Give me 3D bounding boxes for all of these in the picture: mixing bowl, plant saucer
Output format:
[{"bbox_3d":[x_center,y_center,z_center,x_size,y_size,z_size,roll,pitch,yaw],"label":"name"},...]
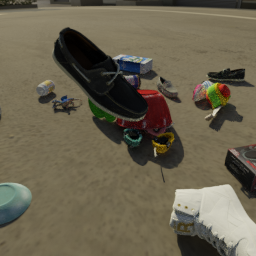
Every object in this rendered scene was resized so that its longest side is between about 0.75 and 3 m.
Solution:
[{"bbox_3d":[0.617,-0.802,10.600,2.174,1.177,2.174,0,17,0],"label":"mixing bowl"},{"bbox_3d":[-3.330,1.858,7.305,1.529,0.294,1.529,-1,30,0],"label":"plant saucer"}]

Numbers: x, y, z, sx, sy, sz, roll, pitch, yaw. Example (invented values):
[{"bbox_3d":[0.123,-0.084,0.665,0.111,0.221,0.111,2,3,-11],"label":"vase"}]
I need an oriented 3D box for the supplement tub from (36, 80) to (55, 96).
[{"bbox_3d":[-4.004,-1.935,13.603,0.591,0.591,0.813,10,31,17],"label":"supplement tub"}]

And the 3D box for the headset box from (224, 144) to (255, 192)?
[{"bbox_3d":[3.831,1.101,8.236,1.734,0.670,1.291,-7,31,-15],"label":"headset box"}]

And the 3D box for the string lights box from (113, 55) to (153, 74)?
[{"bbox_3d":[0.259,-3.874,16.912,2.199,0.648,1.130,15,33,24],"label":"string lights box"}]

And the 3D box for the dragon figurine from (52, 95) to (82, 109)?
[{"bbox_3d":[-2.749,-1.196,12.503,0.684,0.405,1.376,22,38,32],"label":"dragon figurine"}]

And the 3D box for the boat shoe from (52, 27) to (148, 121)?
[{"bbox_3d":[-0.490,-1.005,5.538,2.310,0.781,0.829,41,56,-6],"label":"boat shoe"}]

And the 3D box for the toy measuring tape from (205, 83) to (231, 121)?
[{"bbox_3d":[3.682,-1.256,11.978,1.041,1.041,2.830,18,35,28],"label":"toy measuring tape"}]

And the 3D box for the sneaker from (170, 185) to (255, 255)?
[{"bbox_3d":[1.760,2.278,5.931,1.686,1.075,2.917,-2,20,-1],"label":"sneaker"}]

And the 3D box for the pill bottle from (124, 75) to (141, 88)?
[{"bbox_3d":[-0.002,-2.291,14.152,1.197,0.669,0.669,-10,31,-15],"label":"pill bottle"}]

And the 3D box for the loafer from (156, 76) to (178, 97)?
[{"bbox_3d":[1.910,-2.026,13.738,0.611,0.609,1.746,-12,32,-22],"label":"loafer"}]

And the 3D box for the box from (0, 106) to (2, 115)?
[{"bbox_3d":[-5.470,-0.538,11.182,0.497,0.597,1.454,-6,32,-11],"label":"box"}]

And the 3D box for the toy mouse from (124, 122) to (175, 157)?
[{"bbox_3d":[0.627,0.238,9.920,2.178,0.474,2.450,19,35,29],"label":"toy mouse"}]

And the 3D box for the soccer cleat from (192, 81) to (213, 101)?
[{"bbox_3d":[3.666,-1.746,13.195,0.839,0.679,1.944,21,36,24],"label":"soccer cleat"}]

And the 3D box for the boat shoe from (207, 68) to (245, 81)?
[{"bbox_3d":[5.369,-2.993,15.380,2.050,0.693,0.736,2,31,6],"label":"boat shoe"}]

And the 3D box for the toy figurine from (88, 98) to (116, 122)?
[{"bbox_3d":[-0.448,-1.095,11.714,1.722,1.405,1.871,-14,46,-41],"label":"toy figurine"}]
